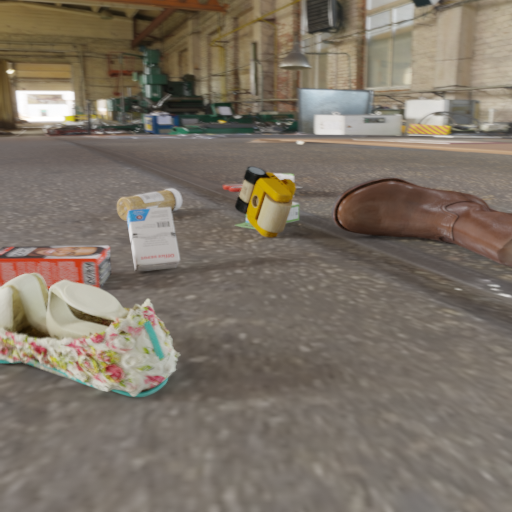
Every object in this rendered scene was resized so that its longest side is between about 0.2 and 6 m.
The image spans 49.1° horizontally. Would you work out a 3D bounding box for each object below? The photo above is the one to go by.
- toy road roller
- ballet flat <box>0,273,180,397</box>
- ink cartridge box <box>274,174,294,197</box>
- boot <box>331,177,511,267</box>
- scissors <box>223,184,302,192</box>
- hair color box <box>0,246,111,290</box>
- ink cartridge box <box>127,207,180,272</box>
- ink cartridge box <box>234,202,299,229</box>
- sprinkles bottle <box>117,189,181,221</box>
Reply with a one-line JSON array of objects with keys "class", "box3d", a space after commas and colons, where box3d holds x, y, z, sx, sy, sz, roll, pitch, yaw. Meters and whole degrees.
[{"class": "toy road roller", "box3d": [0.368, -1.085, 10.947, 1.090, 0.918, 1.494, -2, 35, -32]}, {"class": "ballet flat", "box3d": [-1.929, 0.607, 5.355, 2.713, 0.867, 1.026, 6, 25, 23]}, {"class": "ink cartridge box", "box3d": [0.374, -1.959, 15.503, 1.321, 0.555, 0.961, 1, 15, 3]}, {"class": "boot", "box3d": [3.255, -0.449, 9.253, 3.165, 1.091, 3.396, -4, 20, -12]}, {"class": "scissors", "box3d": [0.177, -2.058, 16.626, 2.267, 0.158, 0.829, -5, 14, -13]}, {"class": "hair color box", "box3d": [-2.894, 0.159, 7.850, 1.544, 0.473, 0.784, 0, 14, -2]}, {"class": "ink cartridge box", "box3d": [-1.569, -0.245, 8.508, 0.653, 0.894, 0.377, -5, -18, -20]}, {"class": "ink cartridge box", "box3d": [0.239, -0.891, 11.864, 0.699, 0.399, 1.347, 14, 21, 40]}, {"class": "sprinkles bottle", "box3d": [-2.390, -1.171, 12.648, 0.532, 0.532, 1.560, 11, 18, 34]}]
